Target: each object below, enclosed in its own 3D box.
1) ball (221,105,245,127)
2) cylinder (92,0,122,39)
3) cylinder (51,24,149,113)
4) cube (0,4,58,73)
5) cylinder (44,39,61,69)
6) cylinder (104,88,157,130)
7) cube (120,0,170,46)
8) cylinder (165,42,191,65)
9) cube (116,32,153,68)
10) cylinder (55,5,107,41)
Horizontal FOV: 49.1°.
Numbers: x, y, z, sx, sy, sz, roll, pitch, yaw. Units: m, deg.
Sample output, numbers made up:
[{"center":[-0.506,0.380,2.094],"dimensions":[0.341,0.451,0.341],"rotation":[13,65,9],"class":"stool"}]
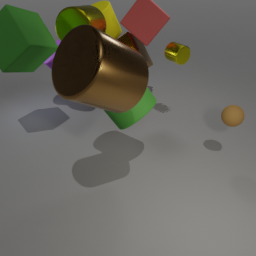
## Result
[{"center":[3.326,-0.385,8.892],"dimensions":[0.700,0.700,0.700],"rotation":[0,30,0],"class":"ball"},{"center":[-1.175,-4.675,12.510],"dimensions":[1.400,1.400,1.400],"rotation":[-15,44,15],"class":"cylinder"},{"center":[-0.535,-1.100,5.558],"dimensions":[1.400,1.400,1.400],"rotation":[28,10,40],"class":"cylinder"},{"center":[-3.341,-2.697,8.734],"dimensions":[1.400,1.400,1.400],"rotation":[-32,-2,24],"class":"cube"},{"center":[-2.628,-2.879,11.981],"dimensions":[1.400,1.400,1.400],"rotation":[-27,42,28],"class":"cylinder"},{"center":[-0.126,-0.910,8.120],"dimensions":[1.400,1.400,1.400],"rotation":[-37,13,10],"class":"cylinder"},{"center":[0.726,-4.381,11.375],"dimensions":[1.400,1.400,1.400],"rotation":[39,21,-9],"class":"cube"},{"center":[1.841,-2.784,10.431],"dimensions":[0.700,0.700,0.700],"rotation":[-17,36,-27],"class":"cylinder"},{"center":[0.026,-3.155,12.456],"dimensions":[1.400,1.400,1.400],"rotation":[-29,-10,25],"class":"cube"},{"center":[-1.671,-3.671,10.155],"dimensions":[1.400,1.400,1.400],"rotation":[9,27,16],"class":"cylinder"}]
